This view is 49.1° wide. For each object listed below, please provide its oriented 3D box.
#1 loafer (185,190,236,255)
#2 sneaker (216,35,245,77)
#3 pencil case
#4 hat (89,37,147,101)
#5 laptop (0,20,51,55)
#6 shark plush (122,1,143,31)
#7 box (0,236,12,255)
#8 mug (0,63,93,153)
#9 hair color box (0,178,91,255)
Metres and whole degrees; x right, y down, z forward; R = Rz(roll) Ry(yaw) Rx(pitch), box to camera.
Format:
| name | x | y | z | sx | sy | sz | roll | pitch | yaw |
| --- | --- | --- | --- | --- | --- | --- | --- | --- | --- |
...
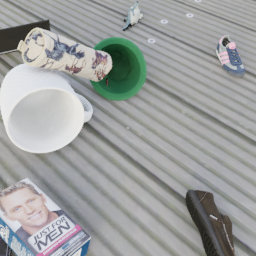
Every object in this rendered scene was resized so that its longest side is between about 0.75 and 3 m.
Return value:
| name | x | y | z | sx | sy | sz | roll | pitch | yaw |
| --- | --- | --- | --- | --- | --- | --- | --- | --- | --- |
| loafer | 2.053 | 2.302 | 6.317 | 0.794 | 0.812 | 2.226 | -11 | 51 | -9 |
| sneaker | 3.881 | -2.745 | 10.578 | 0.674 | 0.788 | 1.920 | -10 | 51 | -8 |
| pencil case | -1.710 | -2.017 | 8.010 | 1.151 | 1.001 | 2.573 | 5 | 1 | 40 |
| hat | -0.412 | -2.229 | 10.418 | 2.013 | 2.140 | 2.431 | -19 | 95 | 3 |
| laptop | -4.519 | -3.935 | 11.050 | 2.605 | 1.612 | 2.782 | -18 | 52 | -15 |
| shark plush | 0.136 | -4.955 | 12.815 | 0.700 | 0.764 | 1.681 | 4 | 68 | 30 |
| box | -3.570 | 3.144 | 5.912 | 2.032 | 0.367 | 1.452 | -6 | 50 | -4 |
| mug | -2.342 | -0.764 | 8.325 | 2.760 | 2.038 | 2.420 | 6 | 29 | -36 |
| hair color box | -2.053 | 2.212 | 6.255 | 2.285 | 0.692 | 1.143 | 32 | 35 | 25 |
